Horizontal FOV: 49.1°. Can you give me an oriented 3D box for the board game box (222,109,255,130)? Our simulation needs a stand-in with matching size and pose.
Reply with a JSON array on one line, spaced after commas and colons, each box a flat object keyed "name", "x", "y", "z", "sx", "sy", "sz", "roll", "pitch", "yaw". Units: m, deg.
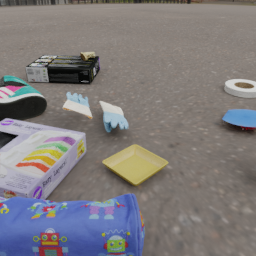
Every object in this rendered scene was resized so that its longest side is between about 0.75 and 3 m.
[{"name": "board game box", "x": 3.677, "y": -0.201, "z": 8.793, "sx": 1.248, "sy": 0.308, "sz": 1.580, "roll": 11, "pitch": 25, "yaw": 27}]

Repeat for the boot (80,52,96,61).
[{"name": "boot", "x": -1.784, "y": -3.288, "z": 12.788, "sx": 0.645, "sy": 0.302, "sz": 0.830, "roll": -9, "pitch": 28, "yaw": -20}]

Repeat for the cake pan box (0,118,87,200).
[{"name": "cake pan box", "x": -2.715, "y": 0.725, "z": 6.723, "sx": 2.694, "sy": 0.705, "sz": 2.481, "roll": 10, "pitch": 29, "yaw": 18}]

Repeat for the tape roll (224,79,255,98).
[{"name": "tape roll", "x": 4.671, "y": -1.613, "z": 11.310, "sx": 1.489, "sy": 0.272, "sz": 1.489, "roll": 0, "pitch": 28, "yaw": 0}]

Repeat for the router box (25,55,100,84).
[{"name": "router box", "x": -2.870, "y": -2.738, "z": 12.842, "sx": 2.854, "sy": 0.729, "sz": 2.128, "roll": 3, "pitch": 29, "yaw": 6}]

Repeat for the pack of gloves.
[{"name": "pack of gloves", "x": -1.012, "y": -0.425, "z": 8.406, "sx": 1.901, "sy": 0.447, "sz": 2.263, "roll": 18, "pitch": 15, "yaw": -14}]

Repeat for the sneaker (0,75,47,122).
[{"name": "sneaker", "x": -4.297, "y": -0.982, "z": 9.199, "sx": 2.811, "sy": 1.175, "sz": 1.697, "roll": -9, "pitch": 34, "yaw": -31}]

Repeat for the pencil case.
[{"name": "pencil case", "x": -1.125, "y": 1.657, "z": 4.643, "sx": 2.787, "sy": 1.087, "sz": 1.210, "roll": -1, "pitch": 11, "yaw": -1}]

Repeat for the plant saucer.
[{"name": "plant saucer", "x": 0.174, "y": 0.927, "z": 6.763, "sx": 1.167, "sy": 0.283, "sz": 1.168, "roll": -25, "pitch": 37, "yaw": -38}]
